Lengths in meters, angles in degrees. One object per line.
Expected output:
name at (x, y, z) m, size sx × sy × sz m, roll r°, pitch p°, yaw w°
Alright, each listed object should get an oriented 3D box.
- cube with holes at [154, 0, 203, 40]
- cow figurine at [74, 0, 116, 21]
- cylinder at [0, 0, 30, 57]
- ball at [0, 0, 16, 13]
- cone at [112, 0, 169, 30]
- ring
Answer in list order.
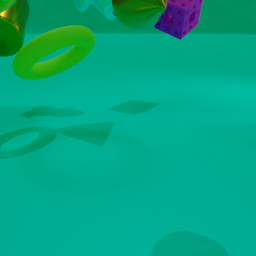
cube with holes at (1.548, -3.595, 8.660) m, size 1.028 × 1.028 × 1.028 m, roll 34°, pitch 62°, yaw 23°
cow figurine at (-0.772, -3.758, 7.884) m, size 1.507 × 0.827 × 1.483 m, roll -26°, pitch -40°, yaw 33°
cylinder at (-3.383, -2.839, 7.371) m, size 1.370 × 1.370 × 1.370 m, roll -2°, pitch 57°, yaw -4°
ball at (-2.225, -2.339, 4.072) m, size 1.329 × 1.329 × 1.329 m, roll 0°, pitch 20°, yaw 0°
cone at (0.535, -2.804, 6.242) m, size 1.499 × 1.499 × 1.504 m, roll -6°, pitch 32°, yaw -16°
ring at (-1.585, -1.604, 6.128) m, size 1.891 × 0.378 × 1.891 m, roll -27°, pitch 0°, yaw 0°
